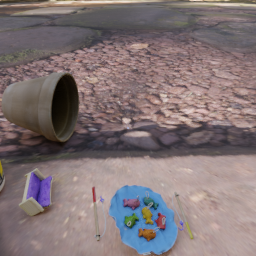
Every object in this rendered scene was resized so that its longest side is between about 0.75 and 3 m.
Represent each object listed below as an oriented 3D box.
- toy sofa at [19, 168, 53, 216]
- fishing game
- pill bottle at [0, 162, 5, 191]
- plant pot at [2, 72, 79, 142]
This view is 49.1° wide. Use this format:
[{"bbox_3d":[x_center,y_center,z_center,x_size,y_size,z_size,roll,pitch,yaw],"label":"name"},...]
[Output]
[{"bbox_3d":[-1.839,1.252,5.671,0.466,0.396,0.955,-29,31,5],"label":"toy sofa"},{"bbox_3d":[0.291,1.474,4.721,1.838,0.286,1.316,13,41,-22],"label":"fishing game"},{"bbox_3d":[-3.341,0.295,5.463,1.350,2.363,1.350,-1,28,0],"label":"pill bottle"},{"bbox_3d":[-2.387,-0.596,7.568,1.599,1.843,1.843,4,30,11],"label":"plant pot"}]
